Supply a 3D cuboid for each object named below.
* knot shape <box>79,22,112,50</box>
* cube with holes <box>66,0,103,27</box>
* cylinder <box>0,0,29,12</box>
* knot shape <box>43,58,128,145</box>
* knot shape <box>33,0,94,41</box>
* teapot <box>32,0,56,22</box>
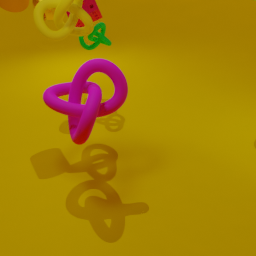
[{"bbox_3d":[-1.094,-2.878,8.940,0.988,1.056,0.488,-12,68,11],"label":"knot shape"},{"bbox_3d":[-1.635,-4.267,9.811,1.027,1.027,1.027,-24,4,6],"label":"cube with holes"},{"bbox_3d":[-2.887,-3.520,6.990,0.862,0.862,0.862,8,69,-22],"label":"cylinder"},{"bbox_3d":[-1.023,-0.638,5.978,1.699,0.839,1.816,21,76,32],"label":"knot shape"},{"bbox_3d":[-1.499,-2.809,7.172,1.531,1.433,0.707,-40,63,8],"label":"knot shape"},{"bbox_3d":[-2.445,-3.777,8.678,0.914,0.720,1.470,15,59,-2],"label":"teapot"}]
